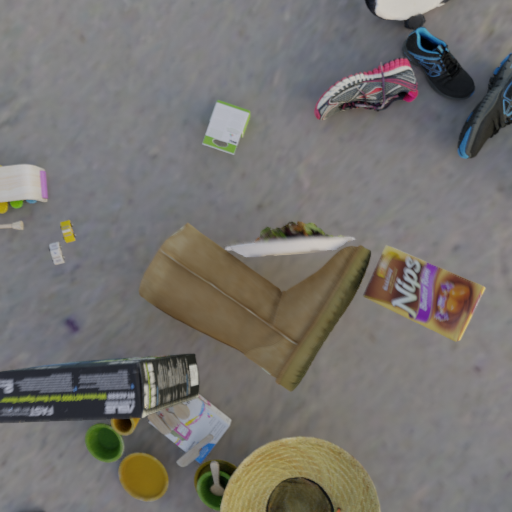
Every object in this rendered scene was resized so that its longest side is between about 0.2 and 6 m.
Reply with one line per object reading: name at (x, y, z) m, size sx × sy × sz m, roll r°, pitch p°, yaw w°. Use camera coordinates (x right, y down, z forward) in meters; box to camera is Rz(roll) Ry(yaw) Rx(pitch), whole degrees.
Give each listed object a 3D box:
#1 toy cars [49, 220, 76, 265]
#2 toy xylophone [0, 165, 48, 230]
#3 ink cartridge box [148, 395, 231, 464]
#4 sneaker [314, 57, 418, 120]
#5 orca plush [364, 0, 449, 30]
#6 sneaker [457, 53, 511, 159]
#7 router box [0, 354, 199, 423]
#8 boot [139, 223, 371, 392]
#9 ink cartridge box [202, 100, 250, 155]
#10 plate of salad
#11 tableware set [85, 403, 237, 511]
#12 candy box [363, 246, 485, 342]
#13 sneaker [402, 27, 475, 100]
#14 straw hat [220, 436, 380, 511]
toy cars at (-3.260, -0.227, 9.376) m, size 0.349 × 0.172 × 0.778 m, roll 25°, pitch 88°, yaw -3°
toy xylophone at (-5.184, -1.172, 11.125) m, size 1.972 × 0.496 × 1.444 m, roll 2°, pitch 84°, yaw 0°
ink cartridge box at (-1.253, 3.132, 10.621) m, size 1.271 × 0.538 × 0.919 m, roll 37°, pitch 86°, yaw 5°
sneaker at (2.196, -3.205, 11.166) m, size 2.193 × 0.884 × 0.819 m, roll -22°, pitch 86°, yaw -3°
orca plush at (3.403, -5.839, 11.355) m, size 3.212 × 1.690 × 1.142 m, roll -35°, pitch 54°, yaw -1°
sneaker at (4.885, -2.883, 11.123) m, size 0.989 × 0.884 × 2.415 m, roll 32°, pitch 85°, yaw 3°
router box at (-2.545, 2.134, 9.192) m, size 2.664 × 1.997 × 0.828 m, roll -7°, pitch 83°, yaw 17°
boot at (-0.084, 0.363, 10.057) m, size 3.394 × 1.123 × 2.973 m, roll 32°, pitch 88°, yaw 18°
ink cartridge box at (-0.609, -2.558, 11.349) m, size 0.714 × 0.366 × 0.966 m, roll 19°, pitch 85°, yaw 2°
plate of salad at (0.588, -0.311, 9.887) m, size 2.300 × 2.300 × 0.552 m, roll -3°, pitch 88°, yaw 0°
tableware set at (-1.575, 4.001, 10.212) m, size 2.185 × 0.498 × 3.243 m, roll -42°, pitch 90°, yaw 18°
candy box at (2.744, 0.599, 9.260) m, size 1.682 × 0.475 × 0.982 m, roll 26°, pitch 97°, yaw 27°
sneaker at (3.713, -3.856, 11.309) m, size 1.782 × 0.730 × 0.652 m, roll 41°, pitch 85°, yaw 4°
straw hat at (0.766, 4.638, 10.100) m, size 2.968 × 1.256 × 2.968 m, roll 0°, pitch 84°, yaw 1°
